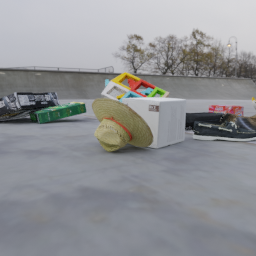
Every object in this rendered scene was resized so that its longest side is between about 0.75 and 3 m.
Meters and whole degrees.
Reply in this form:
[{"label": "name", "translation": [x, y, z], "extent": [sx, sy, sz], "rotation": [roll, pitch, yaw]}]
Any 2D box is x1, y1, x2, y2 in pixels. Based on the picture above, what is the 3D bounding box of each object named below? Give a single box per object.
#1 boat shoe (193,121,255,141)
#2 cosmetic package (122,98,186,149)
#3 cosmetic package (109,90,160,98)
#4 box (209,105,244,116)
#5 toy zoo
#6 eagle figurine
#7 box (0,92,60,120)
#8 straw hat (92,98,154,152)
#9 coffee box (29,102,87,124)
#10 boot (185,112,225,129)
[{"label": "boat shoe", "translation": [2.497, 0.060, 7.183], "extent": [1.622, 0.489, 0.613], "rotation": [0, 7, 2]}, {"label": "cosmetic package", "translation": [0.628, -0.179, 6.688], "extent": [1.054, 1.055, 1.279], "rotation": [8, 11, 38]}, {"label": "cosmetic package", "translation": [0.223, -1.251, 14.094], "extent": [2.684, 1.361, 0.956], "rotation": [6, 8, 32]}, {"label": "box", "translation": [3.983, -0.586, 11.475], "extent": [0.663, 0.692, 1.389], "rotation": [-3, 8, -23]}, {"label": "toy zoo", "translation": [0.142, -1.493, 12.022], "extent": [2.747, 0.281, 1.802], "rotation": [30, 56, 20]}, {"label": "eagle figurine", "translation": [3.828, -0.246, 8.220], "extent": [1.797, 1.356, 1.363], "rotation": [-29, -36, -1]}, {"label": "box", "translation": [-4.586, -0.921, 11.954], "extent": [2.158, 0.681, 2.737], "rotation": [-16, 2, 19]}, {"label": "straw hat", "translation": [-0.306, 0.128, 5.759], "extent": [1.555, 1.555, 0.658], "rotation": [7, 50, 46]}, {"label": "coffee box", "translation": [-2.948, -0.677, 11.791], "extent": [2.088, 0.459, 1.284], "rotation": [-16, 15, -30]}, {"label": "boot", "translation": [2.025, -0.371, 9.690], "extent": [2.071, 0.680, 1.707], "rotation": [-6, 19, -15]}]
